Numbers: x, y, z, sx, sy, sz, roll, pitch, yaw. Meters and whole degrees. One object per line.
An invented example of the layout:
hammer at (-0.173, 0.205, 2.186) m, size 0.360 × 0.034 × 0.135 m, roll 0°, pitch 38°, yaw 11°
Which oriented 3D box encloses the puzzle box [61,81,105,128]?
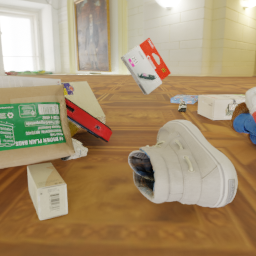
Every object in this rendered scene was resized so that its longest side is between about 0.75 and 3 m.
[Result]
puzzle box at (-1.917, -0.827, 9.124) m, size 1.771 × 0.338 × 2.662 m, roll -6°, pitch 34°, yaw -19°

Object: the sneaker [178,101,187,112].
sneaker at (2.177, -0.873, 11.177) m, size 0.329 × 0.394 × 0.889 m, roll 4°, pitch 15°, yaw 9°

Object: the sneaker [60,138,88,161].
sneaker at (-1.265, 0.388, 5.888) m, size 0.534 × 0.457 × 1.226 m, roll 5°, pitch 15°, yaw -34°

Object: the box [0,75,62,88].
box at (-1.943, -0.563, 4.472) m, size 1.041 × 0.262 × 1.443 m, roll -13°, pitch -5°, yaw 41°

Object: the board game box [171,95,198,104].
board game box at (2.816, -1.428, 13.797) m, size 1.088 × 0.263 × 1.439 m, roll 6°, pitch 14°, yaw 23°

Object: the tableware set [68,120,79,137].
tableware set at (-2.347, -0.722, 6.232) m, size 2.966 × 0.455 × 1.998 m, roll 43°, pitch -16°, yaw -30°

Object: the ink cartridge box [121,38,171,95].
ink cartridge box at (0.825, -2.519, 11.307) m, size 1.572 × 1.812 × 0.394 m, roll -39°, pitch 16°, yaw -13°

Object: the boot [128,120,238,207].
boot at (0.580, 0.402, 4.484) m, size 1.184 × 0.911 × 2.478 m, roll 4°, pitch 13°, yaw -12°

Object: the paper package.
paper package at (-2.127, 0.133, 4.233) m, size 2.079 × 1.076 × 1.982 m, roll -8°, pitch -4°, yaw -31°

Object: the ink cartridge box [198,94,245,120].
ink cartridge box at (3.522, -0.767, 9.917) m, size 1.745 × 0.733 × 1.270 m, roll -2°, pitch 13°, yaw -10°

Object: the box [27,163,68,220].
box at (-1.117, 0.815, 3.807) m, size 0.359 × 0.439 × 0.924 m, roll -6°, pitch 15°, yaw -26°

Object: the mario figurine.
mario figurine at (3.229, -0.044, 5.296) m, size 1.708 × 1.467 × 2.767 m, roll -3°, pitch 12°, yaw -9°

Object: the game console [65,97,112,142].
game console at (-1.568, -0.433, 6.631) m, size 2.285 × 0.355 × 2.021 m, roll 36°, pitch -11°, yaw -29°
